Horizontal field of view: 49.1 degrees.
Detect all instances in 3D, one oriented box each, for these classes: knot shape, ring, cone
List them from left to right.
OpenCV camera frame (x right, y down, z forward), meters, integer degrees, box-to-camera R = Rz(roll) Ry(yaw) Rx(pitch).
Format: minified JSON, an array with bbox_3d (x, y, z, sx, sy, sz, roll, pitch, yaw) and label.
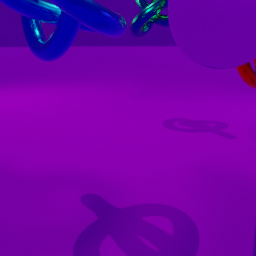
[{"bbox_3d":[-1.044,-1.622,3.724,1.761,1.882,0.870,-17,41,54],"label":"knot shape"},{"bbox_3d":[0.739,-3.356,7.885,0.932,1.886,2.016,26,25,-34],"label":"knot shape"},{"bbox_3d":[1.014,-1.703,3.629,1.484,1.484,1.489,-3,29,-10],"label":"cone"},{"bbox_3d":[2.662,-1.537,6.086,0.279,1.396,1.396,-15,2,45],"label":"ring"}]
